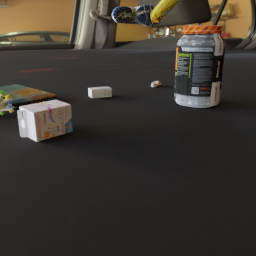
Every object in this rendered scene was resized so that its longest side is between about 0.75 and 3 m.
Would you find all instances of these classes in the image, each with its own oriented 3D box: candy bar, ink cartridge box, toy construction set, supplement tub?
[{"bbox_3d":[1.057,-2.409,4.271,2.193,0.243,0.547,-37,13,49],"label":"candy bar"},{"bbox_3d":[-2.254,-0.203,7.520,0.792,0.813,1.265,19,27,41],"label":"ink cartridge box"},{"bbox_3d":[-4.754,-0.791,9.426,1.696,0.781,1.112,-6,32,-23],"label":"toy construction set"},{"bbox_3d":[2.663,-2.315,10.483,1.750,2.856,1.750,0,19,0],"label":"supplement tub"}]

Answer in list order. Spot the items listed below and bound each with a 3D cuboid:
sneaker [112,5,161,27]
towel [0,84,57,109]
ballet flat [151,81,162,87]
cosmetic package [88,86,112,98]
[{"bbox_3d":[0.286,-4.179,10.379,1.923,0.741,0.819,-1,18,-19],"label":"sneaker"},{"bbox_3d":[-4.698,-1.318,11.576,2.988,0.324,2.191,16,26,34],"label":"towel"},{"bbox_3d":[1.473,-2.266,14.334,0.325,0.275,0.860,11,22,32],"label":"ballet flat"},{"bbox_3d":[-1.200,-1.543,12.050,0.918,0.389,0.494,-8,22,-21],"label":"cosmetic package"}]
